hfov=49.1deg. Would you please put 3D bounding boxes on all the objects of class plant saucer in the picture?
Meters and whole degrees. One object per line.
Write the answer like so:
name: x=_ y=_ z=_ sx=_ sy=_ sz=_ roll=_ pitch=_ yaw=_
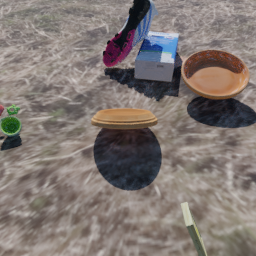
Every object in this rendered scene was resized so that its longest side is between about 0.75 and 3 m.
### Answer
plant saucer: x=2.696 y=-1.642 z=8.759 sx=2.056 sy=0.385 sz=2.056 roll=-2 pitch=56 yaw=3
plant saucer: x=-0.094 y=-0.282 z=7.337 sx=1.744 sy=0.326 sz=1.744 roll=1 pitch=11 yaw=0

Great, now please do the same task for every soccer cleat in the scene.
soccer cleat: x=0.174 y=-3.353 z=10.349 sx=0.986 sy=2.822 sz=1.218 roll=42 pitch=15 yaw=28

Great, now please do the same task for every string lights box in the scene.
string lights box: x=1.137 y=-2.785 z=10.562 sx=1.338 sy=0.768 sz=2.604 roll=8 pitch=41 yaw=9

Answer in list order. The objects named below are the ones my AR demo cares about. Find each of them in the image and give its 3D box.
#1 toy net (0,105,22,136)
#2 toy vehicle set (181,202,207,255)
toy net: x=-3.797 y=-0.134 z=7.384 sx=1.854 sy=0.358 sz=0.972 roll=-9 pitch=78 yaw=-17
toy vehicle set: x=1.132 y=1.773 z=4.761 sx=0.116 sy=0.878 sz=0.546 roll=-21 pitch=21 yaw=10
